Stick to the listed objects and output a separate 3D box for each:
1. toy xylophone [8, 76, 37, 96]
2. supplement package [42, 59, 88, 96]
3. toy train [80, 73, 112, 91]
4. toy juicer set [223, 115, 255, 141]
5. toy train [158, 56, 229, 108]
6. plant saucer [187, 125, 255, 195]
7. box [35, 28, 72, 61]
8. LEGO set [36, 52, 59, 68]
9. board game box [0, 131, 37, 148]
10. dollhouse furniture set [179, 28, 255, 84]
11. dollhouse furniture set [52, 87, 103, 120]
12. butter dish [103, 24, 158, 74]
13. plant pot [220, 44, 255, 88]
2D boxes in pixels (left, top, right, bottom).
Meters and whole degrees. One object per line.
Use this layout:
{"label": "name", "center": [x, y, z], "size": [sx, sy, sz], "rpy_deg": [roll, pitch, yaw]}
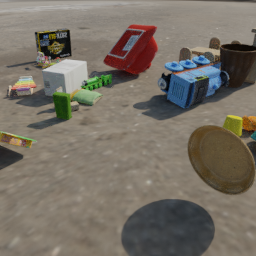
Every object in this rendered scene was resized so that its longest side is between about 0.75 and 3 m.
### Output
{"label": "toy xylophone", "center": [-3.680, -1.427, 9.685], "size": [0.938, 0.322, 1.281], "rpy_deg": [-12, 31, -19]}
{"label": "supplement package", "center": [-2.115, -1.720, 9.625], "size": [0.873, 0.884, 1.458], "rpy_deg": [11, 31, 19]}
{"label": "toy train", "center": [-1.115, -1.646, 10.002], "size": [0.296, 0.400, 1.419], "rpy_deg": [23, 36, 36]}
{"label": "toy juicer set", "center": [3.489, 0.232, 6.525], "size": [1.455, 0.622, 2.287], "rpy_deg": [-6, 20, -44]}
{"label": "toy train", "center": [2.209, -1.559, 9.205], "size": [2.633, 1.141, 1.504], "rpy_deg": [-20, 43, -35]}
{"label": "plant saucer", "center": [1.576, 0.504, 4.707], "size": [0.226, 1.277, 1.277], "rpy_deg": [-26, 38, -33]}
{"label": "box", "center": [-3.486, -3.924, 13.197], "size": [1.624, 1.297, 0.401], "rpy_deg": [-21, 35, -34]}
{"label": "LEGO set", "center": [-3.394, -2.990, 12.204], "size": [1.644, 0.612, 0.756], "rpy_deg": [14, 32, 23]}
{"label": "board game box", "center": [-3.055, 0.148, 6.285], "size": [1.915, 0.287, 0.915], "rpy_deg": [7, -9, 25]}
{"label": "dollhouse furniture set", "center": [3.951, -3.139, 11.117], "size": [2.965, 1.930, 2.724], "rpy_deg": [23, 36, 35]}
{"label": "dollhouse furniture set", "center": [-1.567, -1.008, 8.500], "size": [0.955, 0.738, 1.912], "rpy_deg": [11, 31, 18]}
{"label": "butter dish", "center": [0.371, -2.969, 11.406], "size": [2.107, 1.558, 2.101], "rpy_deg": [-54, 37, -2]}
{"label": "plant pot", "center": [3.829, -2.191, 9.989], "size": [1.272, 1.361, 1.272], "rpy_deg": [1, 29, 0]}
